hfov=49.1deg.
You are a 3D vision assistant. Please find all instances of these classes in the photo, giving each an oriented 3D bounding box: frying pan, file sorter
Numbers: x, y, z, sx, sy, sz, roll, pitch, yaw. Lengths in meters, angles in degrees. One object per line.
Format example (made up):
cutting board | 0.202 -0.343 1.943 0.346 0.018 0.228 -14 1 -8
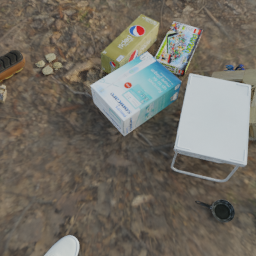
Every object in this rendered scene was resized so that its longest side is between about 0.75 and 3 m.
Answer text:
frying pan | 2.749 2.626 8.805 1.184 0.193 0.717 -4 59 0
file sorter | 2.683 0.026 9.357 2.031 1.822 2.927 13 61 7

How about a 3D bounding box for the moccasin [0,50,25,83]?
moccasin | -5.397 -2.165 11.185 0.996 1.051 2.724 44 65 7

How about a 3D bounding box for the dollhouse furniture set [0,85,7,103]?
dollhouse furniture set | -4.997 -1.170 10.261 0.809 1.560 0.691 22 59 -15

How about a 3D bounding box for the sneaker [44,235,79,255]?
sneaker | -2.245 3.968 7.652 0.854 0.828 2.338 33 65 18

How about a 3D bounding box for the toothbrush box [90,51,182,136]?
toothbrush box | 0.288 -1.332 10.526 2.727 1.163 1.997 -34 65 -17

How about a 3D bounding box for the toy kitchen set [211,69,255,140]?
toy kitchen set | 4.110 -0.571 10.197 2.160 1.953 2.394 4 55 35

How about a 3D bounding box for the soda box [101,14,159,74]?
soda box | 0.124 -3.451 11.782 0.951 1.006 2.970 32 63 15

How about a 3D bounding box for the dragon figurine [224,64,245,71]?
dragon figurine | 4.131 -2.338 11.430 1.207 0.600 0.355 1 59 1

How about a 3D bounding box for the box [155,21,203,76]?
box | 2.192 -3.501 12.187 1.421 0.448 2.581 20 62 11

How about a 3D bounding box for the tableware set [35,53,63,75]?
tableware set | -3.358 -2.716 11.928 0.921 0.128 1.103 -33 66 -18
